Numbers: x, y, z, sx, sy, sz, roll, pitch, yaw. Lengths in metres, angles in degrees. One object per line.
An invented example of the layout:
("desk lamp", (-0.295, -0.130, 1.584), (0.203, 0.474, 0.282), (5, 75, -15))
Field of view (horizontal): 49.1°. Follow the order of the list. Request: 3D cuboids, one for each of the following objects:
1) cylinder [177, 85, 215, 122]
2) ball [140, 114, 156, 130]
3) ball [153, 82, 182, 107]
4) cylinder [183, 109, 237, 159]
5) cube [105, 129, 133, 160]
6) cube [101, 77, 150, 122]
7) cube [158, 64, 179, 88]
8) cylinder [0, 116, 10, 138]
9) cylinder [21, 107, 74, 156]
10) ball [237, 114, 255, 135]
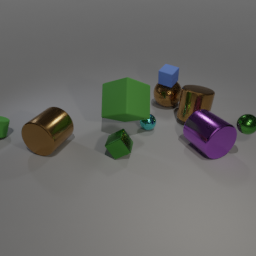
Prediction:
("cylinder", (2.961, -1.041, 12.323), (1.400, 1.400, 1.400), (6, 24, -3))
("ball", (0.846, -0.258, 11.867), (0.700, 0.700, 0.700), (0, 30, 0))
("ball", (1.943, -1.715, 13.688), (1.400, 1.400, 1.400), (0, 30, 0))
("cylinder", (3.006, 0.202, 10.366), (1.400, 1.400, 1.400), (-14, 33, -22))
("cube", (-0.310, 0.583, 10.154), (0.700, 0.700, 0.700), (-25, 24, 23))
("cube", (-0.075, -1.067, 11.137), (1.400, 1.400, 1.400), (-6, -10, 42))
("cube", (1.854, -2.393, 12.806), (0.700, 0.700, 0.700), (23, 50, 25))
("cylinder", (-5.202, -0.056, 11.292), (0.700, 0.700, 0.700), (16, 13, -4))
("cylinder", (-2.990, 0.102, 10.532), (1.400, 1.400, 1.400), (11, 32, 18))
("ball", (4.041, -0.127, 9.461), (0.700, 0.700, 0.700), (0, 30, 0))
